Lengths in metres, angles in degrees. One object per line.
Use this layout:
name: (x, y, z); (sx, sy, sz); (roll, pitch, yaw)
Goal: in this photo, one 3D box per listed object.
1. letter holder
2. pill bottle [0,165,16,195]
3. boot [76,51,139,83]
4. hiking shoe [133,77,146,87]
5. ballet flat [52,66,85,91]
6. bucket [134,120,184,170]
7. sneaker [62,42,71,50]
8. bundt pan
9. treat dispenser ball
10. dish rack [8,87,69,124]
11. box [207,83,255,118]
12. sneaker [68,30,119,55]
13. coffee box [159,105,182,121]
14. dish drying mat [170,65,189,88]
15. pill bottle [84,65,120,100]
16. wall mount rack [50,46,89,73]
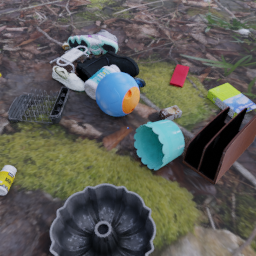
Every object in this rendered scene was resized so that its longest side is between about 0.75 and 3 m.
letter holder: (3.528, 0.237, 10.188); (1.444, 2.040, 2.871); (35, 56, 29)
pill bottle: (-4.279, 1.799, 9.723); (0.540, 0.540, 0.945); (5, 46, 5)
boot: (-1.107, -2.879, 13.880); (2.252, 1.017, 2.748); (-31, 46, -29)
hiking shoe: (0.120, -2.078, 13.511); (1.497, 0.557, 0.649); (9, 54, 22)
ballet flat: (-2.933, -2.452, 13.688); (2.148, 0.746, 0.746); (29, 53, 24)
bucket: (1.126, 0.541, 10.170); (1.123, 1.726, 1.726); (-19, 48, -32)
sneaker: (-3.202, -4.798, 16.122); (1.108, 0.419, 0.486); (0, 46, -1)
bundt pan: (-0.689, 3.144, 8.067); (2.942, 1.104, 2.942); (0, 46, 0)
treat dispenser ball: (-0.440, -1.424, 11.925); (1.883, 1.883, 1.883); (0, 46, 0)
dish rack: (-3.961, -1.025, 12.349); (2.514, 0.686, 1.928); (4, 46, 4)
box: (4.690, -1.207, 12.652); (1.189, 0.465, 1.951); (-22, 50, -20)
sneaker: (-1.887, -4.993, 15.963); (2.783, 1.082, 1.947); (11, 45, -3)
coffee box: (1.849, -0.619, 12.183); (0.845, 0.337, 0.483); (-19, 49, -18)
dish drying mat: (2.632, -2.669, 14.276); (0.675, 0.160, 1.756); (15, 47, 12)
pill bottle: (-1.144, -2.214, 13.123); (0.996, 0.996, 1.798); (28, 59, 24)
wall mount rack: (-3.142, -3.711, 14.917); (1.770, 0.760, 2.037); (29, 53, 21)
